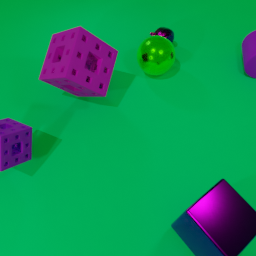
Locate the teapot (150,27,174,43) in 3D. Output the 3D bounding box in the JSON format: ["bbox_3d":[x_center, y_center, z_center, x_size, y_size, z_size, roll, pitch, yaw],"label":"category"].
[{"bbox_3d":[1.175,-3.085,9.557,1.283,0.798,0.628,-8,54,-49],"label":"teapot"}]

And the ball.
[{"bbox_3d":[0.867,-2.241,8.694,1.205,1.205,1.205,0,55,0],"label":"ball"}]

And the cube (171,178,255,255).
[{"bbox_3d":[1.751,1.928,5.604,1.128,1.128,1.128,-31,67,-25],"label":"cube"}]

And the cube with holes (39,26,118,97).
[{"bbox_3d":[-1.341,-1.713,7.635,1.341,1.341,1.341,7,79,46],"label":"cube with holes"}]

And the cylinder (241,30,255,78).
[{"bbox_3d":[4.209,-2.326,8.793,1.121,1.121,1.121,7,55,5],"label":"cylinder"}]

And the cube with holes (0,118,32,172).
[{"bbox_3d":[-2.838,0.349,6.465,0.841,0.841,0.841,19,22,26],"label":"cube with holes"}]
